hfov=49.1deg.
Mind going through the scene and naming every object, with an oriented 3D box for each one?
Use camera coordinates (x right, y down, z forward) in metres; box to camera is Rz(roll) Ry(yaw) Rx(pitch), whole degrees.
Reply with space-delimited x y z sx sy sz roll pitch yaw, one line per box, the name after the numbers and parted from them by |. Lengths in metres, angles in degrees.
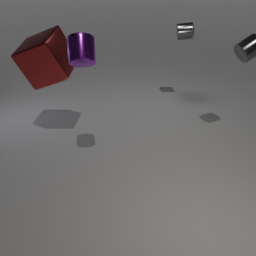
-1.194 -1.988 7.201 0.700 0.700 0.700 -4 -4 0 | cylinder
4.027 -2.648 9.314 0.700 0.700 0.700 -34 31 4 | cylinder
-2.777 -2.388 9.565 1.400 1.400 1.400 -13 38 20 | cube
2.534 -4.297 12.451 0.700 0.700 0.700 -4 28 5 | cylinder
